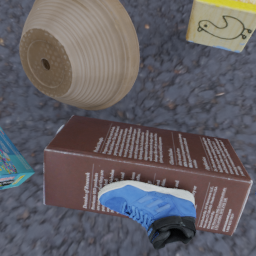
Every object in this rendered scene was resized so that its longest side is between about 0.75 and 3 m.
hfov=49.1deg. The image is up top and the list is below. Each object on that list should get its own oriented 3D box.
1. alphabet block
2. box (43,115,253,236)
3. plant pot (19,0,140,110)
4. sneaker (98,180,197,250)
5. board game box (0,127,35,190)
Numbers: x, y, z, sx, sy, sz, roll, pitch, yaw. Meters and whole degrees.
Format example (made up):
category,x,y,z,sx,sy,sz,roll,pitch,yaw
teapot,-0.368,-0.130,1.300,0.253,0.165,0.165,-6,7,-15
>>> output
category,x,y,z,sx,sy,sz,roll,pitch,yaw
alphabet block,2.259,-2.848,6.380,1.468,1.503,1.476,15,76,9
box,0.268,0.696,4.710,2.980,1.492,1.117,11,112,2
plant pot,-1.192,-1.396,5.471,2.629,2.629,1.213,37,43,9
sneaker,0.234,1.125,3.566,1.298,0.498,0.722,9,41,-3
board game box,-2.560,0.342,4.683,0.470,2.001,1.511,-40,82,-1
